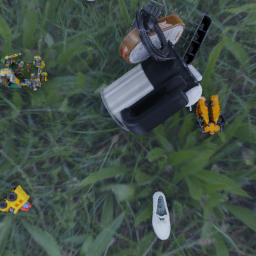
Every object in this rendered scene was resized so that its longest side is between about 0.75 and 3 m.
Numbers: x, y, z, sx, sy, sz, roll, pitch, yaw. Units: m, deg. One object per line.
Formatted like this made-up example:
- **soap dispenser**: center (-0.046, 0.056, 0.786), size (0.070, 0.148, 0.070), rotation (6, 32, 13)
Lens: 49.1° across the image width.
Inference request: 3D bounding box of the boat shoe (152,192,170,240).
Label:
- **boat shoe**: center (0.995, 2.724, 8.626), size (0.535, 0.486, 1.456), rotation (-10, 83, -1)

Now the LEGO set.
- **LEGO set**: center (-3.441, -1.850, 8.964), size (1.545, 0.895, 1.188), rotation (10, 83, 1)

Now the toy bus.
- **toy bus**: center (-3.471, 2.342, 8.690), size (0.846, 0.574, 0.812), rotation (-43, 101, -2)

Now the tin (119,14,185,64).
- **tin**: center (0.718, -2.468, 7.900), size (2.142, 1.200, 0.449), rotation (-29, 78, -26)

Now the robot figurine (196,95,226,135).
- **robot figurine**: center (2.641, -0.404, 9.060), size (0.925, 0.371, 1.275), rotation (-4, 83, 0)

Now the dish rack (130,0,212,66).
- **dish rack**: center (1.311, -3.197, 9.260), size (2.393, 0.653, 1.835), rotation (26, 83, 3)

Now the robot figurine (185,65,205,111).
- **robot figurine**: center (1.683, -1.343, 8.872), size (1.613, 0.911, 1.368), rotation (51, 128, 9)

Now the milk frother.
- **milk frother**: center (0.267, -1.411, 7.468), size (2.416, 2.318, 2.568), rotation (-34, 108, 16)
